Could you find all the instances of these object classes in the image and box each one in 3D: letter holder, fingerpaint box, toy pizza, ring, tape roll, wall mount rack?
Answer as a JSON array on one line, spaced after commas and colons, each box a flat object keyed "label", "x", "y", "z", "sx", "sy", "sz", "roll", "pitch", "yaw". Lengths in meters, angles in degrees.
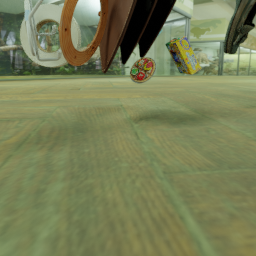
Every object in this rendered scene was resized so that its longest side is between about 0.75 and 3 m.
[{"label": "letter holder", "x": 0.257, "y": -2.998, "z": 7.680, "sx": 1.489, "sy": 2.104, "sz": 2.960, "roll": 4, "pitch": -29, "yaw": -19}, {"label": "fingerpaint box", "x": 1.864, "y": -2.453, "z": 9.548, "sx": 0.439, "sy": 1.198, "sz": 0.999, "roll": -34, "pitch": 20, "yaw": -4}, {"label": "toy pizza", "x": 0.423, "y": -1.756, "z": 8.412, "sx": 0.891, "sy": 0.891, "sz": 0.141, "roll": 9, "pitch": -14, "yaw": 34}, {"label": "ring", "x": -1.059, "y": -2.598, "z": 6.801, "sx": 0.212, "sy": 2.209, "sz": 2.209, "roll": 21, "pitch": 18, "yaw": 14}, {"label": "tape roll", "x": -2.580, "y": -3.062, "z": 9.388, "sx": 2.036, "sy": 2.036, "sz": 0.372, "roll": 1, "pitch": 11, "yaw": 5}, {"label": "wall mount rack", "x": -2.395, "y": -3.276, "z": 7.833, "sx": 0.983, "sy": 2.292, "sz": 2.638, "roll": -8, "pitch": 48, "yaw": -14}]

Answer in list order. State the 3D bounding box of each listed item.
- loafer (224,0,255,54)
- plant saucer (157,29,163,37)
[{"label": "loafer", "x": 3.982, "y": -3.686, "z": 9.478, "sx": 0.852, "sy": 2.709, "sz": 0.973, "roll": 29, "pitch": 47, "yaw": 27}, {"label": "plant saucer", "x": 0.098, "y": -4.229, "z": 10.172, "sx": 0.253, "sy": 2.668, "sz": 0.933, "roll": -43, "pitch": 10, "yaw": 41}]
